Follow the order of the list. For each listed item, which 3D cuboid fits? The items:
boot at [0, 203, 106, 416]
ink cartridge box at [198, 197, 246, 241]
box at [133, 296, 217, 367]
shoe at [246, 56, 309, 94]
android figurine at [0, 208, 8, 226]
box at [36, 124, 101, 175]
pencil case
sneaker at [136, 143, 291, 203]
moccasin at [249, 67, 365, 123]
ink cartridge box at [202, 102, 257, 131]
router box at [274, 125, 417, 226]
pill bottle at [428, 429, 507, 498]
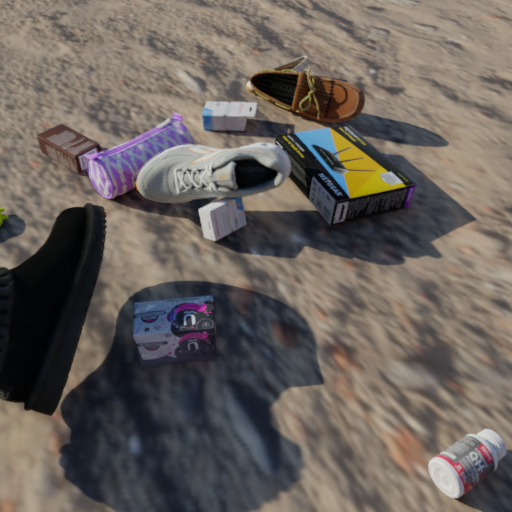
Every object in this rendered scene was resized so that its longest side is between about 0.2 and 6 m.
[{"bbox_3d":[-3.493,0.288,7.397,2.561,1.289,3.425,20,47,-19],"label":"boot"},{"bbox_3d":[-0.590,-0.680,9.852,0.332,0.566,0.783,14,34,41],"label":"ink cartridge box"},{"bbox_3d":[-1.130,1.067,7.929,1.124,0.743,0.645,-5,43,-6],"label":"box"},{"bbox_3d":[0.566,-4.607,14.236,1.934,0.516,0.676,-26,49,-25],"label":"shoe"},{"bbox_3d":[-5.063,-0.605,10.129,1.070,0.220,0.974,-26,49,-24],"label":"android figurine"},{"bbox_3d":[-3.900,-2.244,11.715,1.322,0.496,0.662,31,51,27],"label":"box"},{"bbox_3d":[-2.239,-1.983,11.074,0.950,0.968,2.263,31,52,28],"label":"pencil case"},{"bbox_3d":[-0.773,-1.442,9.761,2.787,1.055,1.282,-9,15,3],"label":"sneaker"},{"bbox_3d":[1.122,-3.727,12.707,2.810,1.028,1.085,28,18,27],"label":"moccasin"},{"bbox_3d":[-0.585,-3.176,12.746,1.180,0.400,0.684,3,43,6],"label":"ink cartridge box"},{"bbox_3d":[1.636,-1.651,10.876,1.782,0.610,2.389,-14,45,-22],"label":"router box"},{"bbox_3d":[2.527,2.430,6.642,0.880,0.487,0.487,-23,48,-23],"label":"pill bottle"}]
